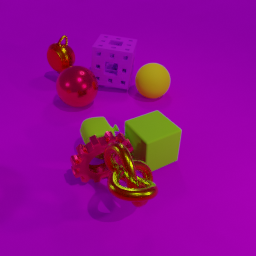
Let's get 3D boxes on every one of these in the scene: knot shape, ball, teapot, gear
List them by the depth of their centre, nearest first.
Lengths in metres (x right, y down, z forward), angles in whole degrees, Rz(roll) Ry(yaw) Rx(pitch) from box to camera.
[{"bbox_3d":[0.067,1.000,5.383,0.676,1.463,1.369,-40,16,7],"label":"knot shape"},{"bbox_3d":[-0.600,0.714,6.613,1.483,1.483,0.274,-16,49,-19],"label":"gear"},{"bbox_3d":[-0.671,0.211,7.351,0.920,1.168,1.879,-28,6,0],"label":"teapot"},{"bbox_3d":[-1.678,-1.373,9.293,1.386,1.386,1.386,0,39,0],"label":"ball"},{"bbox_3d":[0.858,-1.640,9.759,1.214,1.214,1.214,0,39,0],"label":"ball"},{"bbox_3d":[-2.438,-2.603,10.470,1.123,1.806,0.884,33,45,20],"label":"teapot"}]

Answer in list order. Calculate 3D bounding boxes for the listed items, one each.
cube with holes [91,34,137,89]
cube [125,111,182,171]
[{"bbox_3d":[-0.499,-2.444,10.252,1.387,1.387,1.387,10,36,3],"label":"cube with holes"},{"bbox_3d":[0.621,0.348,7.364,1.058,1.058,1.058,-19,41,-24],"label":"cube"}]
